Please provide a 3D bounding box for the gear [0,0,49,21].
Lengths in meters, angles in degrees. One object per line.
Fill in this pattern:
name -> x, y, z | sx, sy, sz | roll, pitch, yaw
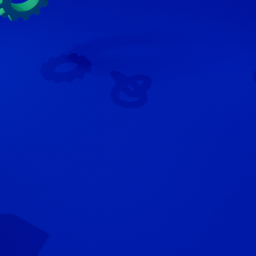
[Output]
gear -> -3.327, -4.173, 8.876 | 1.793, 1.793, 0.332 | -29, 80, -19
